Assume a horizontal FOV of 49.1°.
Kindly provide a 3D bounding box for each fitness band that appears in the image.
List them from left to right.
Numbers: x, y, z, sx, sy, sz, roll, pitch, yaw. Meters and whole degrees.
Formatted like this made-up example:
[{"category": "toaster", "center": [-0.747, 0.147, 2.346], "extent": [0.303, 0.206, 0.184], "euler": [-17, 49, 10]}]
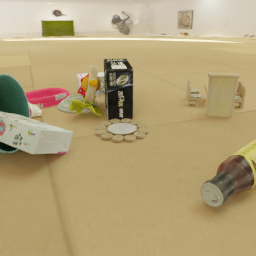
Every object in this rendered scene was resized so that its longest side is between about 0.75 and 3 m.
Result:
[{"category": "fitness band", "center": [-3.977, -1.467, 13.394], "extent": [1.817, 0.473, 2.530], "euler": [18, 28, 41]}]

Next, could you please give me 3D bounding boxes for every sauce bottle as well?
[{"category": "sauce bottle", "center": [2.808, 1.068, 6.892], "extent": [2.823, 0.932, 0.932], "euler": [-24, 33, -38]}]

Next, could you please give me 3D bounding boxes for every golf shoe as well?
[{"category": "golf shoe", "center": [-4.070, -0.780, 11.792], "extent": [0.634, 0.522, 1.386], "euler": [-1, 24, -37]}]

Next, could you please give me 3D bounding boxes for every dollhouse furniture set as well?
[{"category": "dollhouse furniture set", "center": [3.922, -1.762, 12.350], "extent": [2.479, 1.756, 2.699], "euler": [4, 24, 9]}]

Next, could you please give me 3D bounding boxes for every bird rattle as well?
[{"category": "bird rattle", "center": [-1.490, -1.656, 11.726], "extent": [1.372, 1.986, 2.436], "euler": [14, 44, -8]}]

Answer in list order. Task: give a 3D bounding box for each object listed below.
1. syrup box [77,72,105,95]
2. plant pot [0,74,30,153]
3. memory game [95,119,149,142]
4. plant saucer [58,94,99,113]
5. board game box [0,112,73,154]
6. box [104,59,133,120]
[{"category": "syrup box", "center": [-1.373, -2.367, 14.745], "extent": [2.472, 0.973, 1.006], "euler": [-8, 25, -18]}, {"category": "plant pot", "center": [-4.483, -0.383, 8.598], "extent": [1.909, 2.378, 2.378], "euler": [-3, 22, 11]}, {"category": "memory game", "center": [-0.226, 0.055, 10.177], "extent": [2.018, 0.129, 2.018], "euler": [-1, 23, 0]}, {"category": "plant saucer", "center": [-2.247, -1.178, 12.647], "extent": [1.840, 0.462, 1.840], "euler": [0, 23, 0]}, {"category": "board game box", "center": [-3.067, 0.095, 8.246], "extent": [2.290, 0.736, 1.690], "euler": [18, 1, 19]}, {"category": "box", "center": [-0.441, -1.733, 11.917], "extent": [1.076, 2.046, 2.498], "euler": [-2, 23, -6]}]
